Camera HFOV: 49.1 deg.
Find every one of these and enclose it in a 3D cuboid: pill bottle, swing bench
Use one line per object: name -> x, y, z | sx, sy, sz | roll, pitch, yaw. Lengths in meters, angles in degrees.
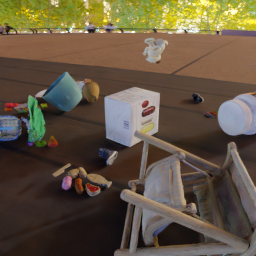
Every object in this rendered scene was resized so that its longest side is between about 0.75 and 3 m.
pill bottle -> 5.113, -0.639, 11.196 | 2.840, 1.652, 1.652 | -12, 27, -26
swing bench -> 1.290, 1.533, 6.376 | 2.742, 1.779, 2.727 | 8, 24, 4
pill bottle -> -2.532, -2.599, 16.823 | 0.590, 0.590, 1.111 | 7, 25, 15

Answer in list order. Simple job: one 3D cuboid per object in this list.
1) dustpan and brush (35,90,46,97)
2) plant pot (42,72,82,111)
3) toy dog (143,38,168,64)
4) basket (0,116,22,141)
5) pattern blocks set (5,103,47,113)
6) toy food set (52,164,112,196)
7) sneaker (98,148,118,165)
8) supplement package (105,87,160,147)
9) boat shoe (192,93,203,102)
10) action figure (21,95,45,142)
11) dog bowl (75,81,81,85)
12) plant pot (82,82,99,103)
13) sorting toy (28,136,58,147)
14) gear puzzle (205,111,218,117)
dustpan and brush -> -4.208, -1.845, 15.420 | 1.281, 0.525, 1.836 | 5, 31, 0
plant pot -> -3.011, -1.597, 13.313 | 1.669, 1.339, 1.669 | -37, 24, 19
toy dog -> 1.122, -3.219, 11.792 | 1.052, 1.085, 0.757 | -31, 66, -20
basket -> -4.591, 0.007, 10.483 | 1.183, 0.934, 1.342 | 0, -2, 2
pattern blocks set -> -4.552, -0.942, 12.527 | 1.809, 0.167, 2.058 | -6, -4, -20
toy food set -> -1.361, 1.572, 8.065 | 1.554, 0.245, 0.988 | 22, 32, 25
sneaker -> -0.745, 0.936, 9.254 | 0.602, 0.317, 0.833 | 16, 18, 9
supplement package -> 0.177, -0.485, 10.784 | 1.301, 1.691, 1.769 | 19, 31, 36
boat shoe -> 3.642, -1.616, 14.957 | 0.302, 0.340, 0.910 | 2, 31, -26
action figure -> -3.645, -0.167, 10.855 | 0.657, 1.419, 2.402 | -26, 33, -2
dog bowl -> -3.118, -2.728, 17.488 | 0.946, 0.277, 0.946 | 0, 24, 0
plant pot -> -1.946, -1.800, 14.842 | 0.937, 0.937, 1.006 | -5, 39, -10
sorting toy -> -3.161, 0.448, 10.334 | 1.110, 0.382, 0.385 | 1, 25, 1
gear puzzle -> 4.151, -0.691, 13.149 | 1.001, 0.131, 0.519 | -10, 26, -21
